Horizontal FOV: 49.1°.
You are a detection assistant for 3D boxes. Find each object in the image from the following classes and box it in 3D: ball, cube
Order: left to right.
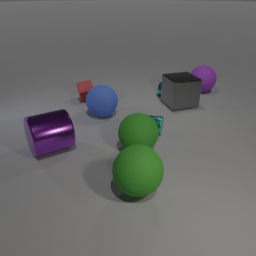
[{"bbox_3d":[-2.070,-1.834,13.764,0.700,0.700,0.700,-15,60,-11],"label":"cube"},{"bbox_3d":[-1.138,-1.193,12.288,1.400,1.400,1.400,0,28,0],"label":"ball"},{"bbox_3d":[0.272,1.150,7.588,1.400,1.400,1.400,0,28,0],"label":"ball"},{"bbox_3d":[0.356,0.169,9.702,1.400,1.400,1.400,0,28,0],"label":"ball"},{"bbox_3d":[2.504,-1.780,13.375,1.400,1.400,1.400,-8,29,-16],"label":"cube"},{"bbox_3d":[3.992,-2.632,14.938,1.400,1.400,1.400,0,28,0],"label":"ball"}]

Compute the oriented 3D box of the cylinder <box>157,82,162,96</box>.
[{"bbox_3d":[1.964,-2.001,14.554,0.700,0.700,0.700,11,30,20],"label":"cylinder"}]

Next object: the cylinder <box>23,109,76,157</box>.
[{"bbox_3d":[-2.733,0.156,9.749,1.400,1.400,1.400,-16,32,-27],"label":"cylinder"}]

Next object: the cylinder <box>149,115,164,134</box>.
[{"bbox_3d":[1.007,-0.140,11.063,0.700,0.700,0.700,7,29,13],"label":"cylinder"}]
